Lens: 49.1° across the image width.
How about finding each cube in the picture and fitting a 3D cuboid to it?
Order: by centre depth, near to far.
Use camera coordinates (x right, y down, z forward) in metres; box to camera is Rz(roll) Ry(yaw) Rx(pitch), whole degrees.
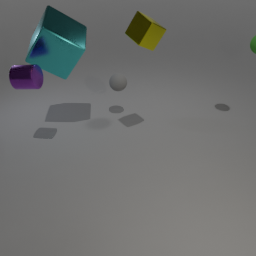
[{"bbox_3d":[0.490,-2.698,7.828,0.700,0.700,0.700,1,41,-50],"label":"cube"},{"bbox_3d":[-2.275,-2.711,8.995,1.400,1.400,1.400,22,42,-28],"label":"cube"}]

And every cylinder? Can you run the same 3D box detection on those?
[{"bbox_3d":[-2.912,-1.462,8.056,0.700,0.700,0.700,1,30,11],"label":"cylinder"}]

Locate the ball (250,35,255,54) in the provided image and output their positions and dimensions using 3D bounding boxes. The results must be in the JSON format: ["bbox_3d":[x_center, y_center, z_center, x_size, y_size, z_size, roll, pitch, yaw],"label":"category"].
[{"bbox_3d":[4.531,-2.857,9.531,0.700,0.700,0.700,0,31,0],"label":"ball"}]

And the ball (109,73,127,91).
[{"bbox_3d":[-0.382,-1.780,10.904,0.700,0.700,0.700,0,31,0],"label":"ball"}]
